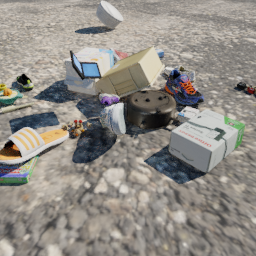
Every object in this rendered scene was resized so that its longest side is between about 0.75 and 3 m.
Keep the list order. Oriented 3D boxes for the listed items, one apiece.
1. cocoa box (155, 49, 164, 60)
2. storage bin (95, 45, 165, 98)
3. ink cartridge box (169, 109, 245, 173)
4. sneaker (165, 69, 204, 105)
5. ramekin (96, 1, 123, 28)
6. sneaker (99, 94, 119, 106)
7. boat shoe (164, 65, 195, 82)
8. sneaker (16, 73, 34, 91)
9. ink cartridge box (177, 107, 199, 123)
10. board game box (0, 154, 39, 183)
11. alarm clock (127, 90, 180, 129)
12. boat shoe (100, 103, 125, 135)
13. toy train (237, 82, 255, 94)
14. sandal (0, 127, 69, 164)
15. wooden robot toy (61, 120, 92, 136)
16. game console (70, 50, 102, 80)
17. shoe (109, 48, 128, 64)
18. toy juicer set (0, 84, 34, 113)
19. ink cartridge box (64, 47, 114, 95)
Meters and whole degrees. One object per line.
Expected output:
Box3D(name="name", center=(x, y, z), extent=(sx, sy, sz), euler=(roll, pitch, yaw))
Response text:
Box3D(name="cocoa box", center=(1.692, -4.351, 16.761), extent=(0.795, 0.522, 0.530), euler=(-17, 37, -24))
Box3D(name="storage bin", center=(0.101, -2.458, 12.658), extent=(2.403, 1.134, 2.421), euler=(-16, 24, 30))
Box3D(name="ink cartridge box", center=(2.613, 0.343, 9.309), extent=(1.565, 0.887, 2.134), euler=(28, 43, 36))
Box3D(name="sneaker", center=(2.443, -1.815, 12.467), extent=(0.985, 1.026, 2.616), euler=(-16, 36, -20))
Box3D(name="ramekin", center=(-1.570, -9.088, 22.663), extent=(2.270, 1.057, 2.270), euler=(32, 34, -24))
Box3D(name="sneaker", center=(-0.737, -1.063, 10.766), extent=(0.418, 0.433, 1.037), euler=(-5, -1, 39))
Box3D(name="boat shoe", center=(2.691, -2.953, 14.532), extent=(1.862, 0.645, 0.659), euler=(26, 42, 34))
Box3D(name="sneaker", center=(-5.015, -2.386, 13.650), extent=(0.581, 0.671, 1.622), euler=(-24, 40, -31))
Box3D(name="ink cartridge box", center=(2.392, -0.491, 11.088), extent=(0.576, 0.336, 0.797), euler=(21, 39, 29))
Box3D(name="board game box", center=(-3.784, 1.190, 8.623), extent=(1.748, 0.254, 1.176), euler=(0, 33, 0))
Box3D(name="alarm clock", center=(0.838, -0.972, 11.358), extent=(1.936, 0.955, 2.870), euler=(-9, 31, -12))
Box3D(name="boat shoe", center=(-0.582, -0.290, 10.131), extent=(0.882, 0.972, 2.642), euler=(-9, 11, 5))
Box3D(name="toy train", center=(5.819, -1.787, 13.116), extent=(0.365, 0.272, 1.594), euler=(-27, 41, -30))
Box3D(name="sandal", center=(-3.106, 0.302, 9.110), extent=(1.076, 0.805, 2.809), euler=(13, 25, 29))
Box3D(name="wooden robot toy", center=(-1.895, 0.040, 10.207), extent=(1.163, 0.512, 0.528), euler=(1, 44, 2))
Box3D(name="game console", center=(-1.639, -2.450, 10.769), extent=(0.709, 1.071, 1.217), euler=(-27, 44, 7))
Box3D(name="shoe", center=(-0.503, -4.213, 16.509), extent=(0.812, 0.638, 1.786), euler=(-11, 40, -18))
Box3D(name="toy juicer set", center=(-5.381, -1.297, 12.045), extent=(2.321, 0.632, 1.476), euler=(23, 40, 30))
Box3D(name="ink cartridge box", center=(-1.838, -2.713, 13.377), extent=(1.544, 1.504, 2.402), euler=(12, 35, 17))
